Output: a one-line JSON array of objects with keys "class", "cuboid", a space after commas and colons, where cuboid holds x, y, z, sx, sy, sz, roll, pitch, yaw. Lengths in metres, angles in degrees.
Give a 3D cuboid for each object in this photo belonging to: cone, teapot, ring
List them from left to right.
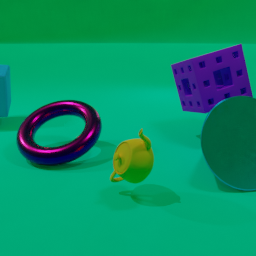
[{"class": "ring", "cuboid": [-1.393, 0.040, 5.707, 1.744, 0.349, 1.744, -5, 44, 4]}, {"class": "teapot", "cuboid": [0.054, 0.438, 4.104, 0.526, 1.074, 0.668, 16, 33, -31]}, {"class": "cone", "cuboid": [1.781, 0.340, 5.262, 1.541, 1.541, 1.547, -3, -8, -10]}]

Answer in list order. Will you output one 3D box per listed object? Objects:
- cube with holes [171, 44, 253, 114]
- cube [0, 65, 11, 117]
[{"class": "cube with holes", "cuboid": [1.791, -1.047, 6.149, 1.127, 1.127, 1.127, -18, 10, -10]}, {"class": "cube", "cuboid": [-3.806, -1.032, 7.507, 1.144, 1.144, 1.144, 0, 26, -18]}]
